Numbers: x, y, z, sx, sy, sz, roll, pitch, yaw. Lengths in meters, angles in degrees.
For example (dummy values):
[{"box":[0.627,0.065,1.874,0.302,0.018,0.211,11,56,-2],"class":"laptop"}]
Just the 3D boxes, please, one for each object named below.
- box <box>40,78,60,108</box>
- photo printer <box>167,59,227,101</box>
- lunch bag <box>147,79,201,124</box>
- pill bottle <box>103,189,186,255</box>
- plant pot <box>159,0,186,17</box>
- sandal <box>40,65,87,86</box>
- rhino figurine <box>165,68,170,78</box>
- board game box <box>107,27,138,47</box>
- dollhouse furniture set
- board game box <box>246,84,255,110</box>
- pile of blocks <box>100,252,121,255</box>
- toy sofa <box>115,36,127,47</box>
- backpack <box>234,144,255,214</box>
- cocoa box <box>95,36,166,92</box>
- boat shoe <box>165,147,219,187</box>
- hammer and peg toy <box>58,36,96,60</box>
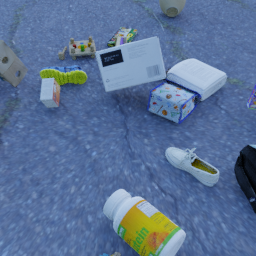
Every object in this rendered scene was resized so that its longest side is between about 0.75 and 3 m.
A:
[{"box":[-2.905,-1.310,10.509,0.474,0.679,0.892,-4,69,6],"class":"box"},{"box":[2.724,-2.075,11.487,1.680,0.701,2.020,-35,54,-29],"class":"photo printer"},{"box":[1.751,-1.094,10.309,1.441,1.049,1.695,28,38,25],"class":"lunch bag"},{"box":[0.322,2.351,6.766,1.909,1.060,1.060,33,54,29],"class":"pill bottle"},{"box":[2.548,-7.033,16.088,1.552,1.552,1.042,3,65,3],"class":"plant pot"},{"box":[-2.678,-2.250,11.714,1.932,0.768,0.841,2,39,-8],"class":"sandal"},{"box":[1.264,-2.366,12.054,1.127,0.337,0.493,5,45,7],"class":"rhino figurine"},{"box":[-0.253,-4.660,14.457,1.000,0.224,1.909,15,47,12],"class":"board game box"},{"box":[-5.790,-2.019,10.967,1.906,1.895,2.705,23,73,21],"class":"dollhouse furniture set"},{"box":[5.032,-1.014,9.975,1.270,0.854,0.284,9,38,2],"class":"board game box"},{"box":[-0.709,3.153,6.457,1.194,0.371,0.490,-26,50,-24],"class":"pile of blocks"},{"box":[-0.241,-3.444,12.833,0.900,0.764,1.844,2,45,3],"class":"toy sofa"},{"box":[3.890,1.337,7.609,1.266,1.670,2.001,2,38,-27],"class":"backpack"},{"box":[0.120,-2.338,10.443,2.258,1.506,1.482,-13,10,4],"class":"cocoa box"},{"box":[1.908,0.975,8.364,0.669,0.772,1.811,-34,54,-30],"class":"boat shoe"},{"box":[-2.434,-3.806,13.291,1.767,0.623,1.299,-7,45,-7],"class":"hammer and peg toy"}]
